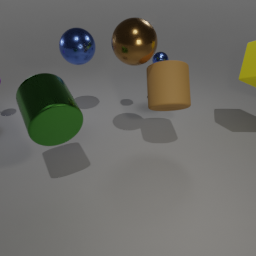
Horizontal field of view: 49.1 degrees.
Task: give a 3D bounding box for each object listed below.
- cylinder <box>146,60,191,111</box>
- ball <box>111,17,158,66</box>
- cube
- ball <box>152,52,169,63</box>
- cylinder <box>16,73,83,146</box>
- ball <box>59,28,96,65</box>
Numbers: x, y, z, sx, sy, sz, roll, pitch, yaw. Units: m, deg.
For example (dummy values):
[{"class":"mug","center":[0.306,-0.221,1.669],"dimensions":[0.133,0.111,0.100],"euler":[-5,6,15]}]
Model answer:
[{"class":"cylinder","center":[1.341,-1.356,9.317],"dimensions":[1.400,1.400,1.400],"euler":[-2,-6,0]},{"class":"ball","center":[0.197,-2.604,8.502],"dimensions":[1.400,1.400,1.400],"euler":[0,31,0]},{"class":"cube","center":[4.915,-2.139,9.500],"dimensions":[1.400,1.400,1.400],"euler":[16,-3,-23]},{"class":"ball","center":[1.406,-2.949,12.142],"dimensions":[0.700,0.700,0.700],"euler":[0,31,0]},{"class":"cylinder","center":[-2.064,-0.485,7.346],"dimensions":[1.400,1.400,1.400],"euler":[-15,49,-24]},{"class":"ball","center":[-1.963,-3.163,10.888],"dimensions":[1.400,1.400,1.400],"euler":[0,31,0]}]
